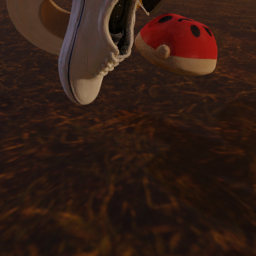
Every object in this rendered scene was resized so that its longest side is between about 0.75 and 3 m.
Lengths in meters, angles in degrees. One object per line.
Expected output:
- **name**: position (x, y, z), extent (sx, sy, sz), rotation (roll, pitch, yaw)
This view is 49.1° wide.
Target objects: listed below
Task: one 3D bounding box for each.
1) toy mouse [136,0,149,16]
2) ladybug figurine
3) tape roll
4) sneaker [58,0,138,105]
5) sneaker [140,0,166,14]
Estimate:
- **toy mouse**: position (-0.124, -3.278, 5.754), extent (0.343, 1.576, 1.774), rotation (-21, 40, 5)
- **ladybug figurine**: position (1.252, -2.052, 6.689), extent (1.997, 1.058, 2.942), rotation (25, 26, 9)
- **tape roll**: position (-1.007, -2.337, 5.270), extent (2.317, 2.317, 0.810), rotation (0, 65, 0)
- **sneaker**: position (-0.339, -0.946, 3.295), extent (0.677, 1.912, 0.698), rotation (38, 47, 20)
- **sneaker**: position (0.702, -4.027, 7.498), extent (1.111, 2.091, 0.782), rotation (11, 59, -25)
